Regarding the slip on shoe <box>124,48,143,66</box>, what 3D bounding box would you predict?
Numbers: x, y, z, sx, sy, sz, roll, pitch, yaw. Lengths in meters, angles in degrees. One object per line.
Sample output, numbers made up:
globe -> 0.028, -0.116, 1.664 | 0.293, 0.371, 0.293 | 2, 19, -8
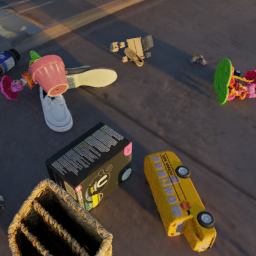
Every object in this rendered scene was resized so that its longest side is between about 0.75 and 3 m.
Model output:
slip on shoe -> 0.293, -3.432, 13.400 | 0.422, 0.336, 1.109 | -43, 93, -12

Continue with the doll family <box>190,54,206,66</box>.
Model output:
doll family -> 3.441, -3.376, 13.683 | 0.834, 0.376, 0.517 | 17, 48, 16

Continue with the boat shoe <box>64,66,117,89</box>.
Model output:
boat shoe -> -1.811, -2.312, 12.308 | 2.601, 0.926, 0.814 | -8, 43, -1

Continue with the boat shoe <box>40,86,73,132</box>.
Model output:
boat shoe -> -2.942, -0.943, 10.901 | 0.993, 0.882, 2.699 | -23, 49, -21

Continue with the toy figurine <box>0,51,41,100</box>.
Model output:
toy figurine -> -4.190, -1.923, 11.477 | 2.026, 1.652, 2.201 | -40, 31, -18

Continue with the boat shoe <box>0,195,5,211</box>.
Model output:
boat shoe -> -4.489, 2.821, 7.136 | 2.984, 1.073, 0.967 | -29, 76, -41

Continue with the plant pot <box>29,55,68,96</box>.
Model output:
plant pot -> -2.389, -1.575, 8.788 | 1.077, 1.077, 0.964 | -25, 78, -23

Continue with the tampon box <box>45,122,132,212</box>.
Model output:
tampon box -> -1.060, 1.185, 8.269 | 1.345, 1.596, 2.130 | 34, 54, 29

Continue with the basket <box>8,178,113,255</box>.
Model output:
basket -> -1.718, 2.752, 6.567 | 2.461, 1.833, 1.756 | 34, 54, 28

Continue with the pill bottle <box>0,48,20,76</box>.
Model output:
pill bottle -> -5.766, -3.120, 13.127 | 0.801, 0.801, 1.433 | 17, 48, 17

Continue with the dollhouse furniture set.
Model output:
dollhouse furniture set -> 0.198, -3.866, 13.962 | 2.010, 1.042, 0.890 | -14, 7, -14

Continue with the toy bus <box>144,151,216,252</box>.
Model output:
toy bus -> 1.385, 1.992, 7.945 | 1.118, 0.930, 2.856 | -10, 46, -10

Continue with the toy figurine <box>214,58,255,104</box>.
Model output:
toy figurine -> 4.732, -1.801, 11.645 | 1.805, 1.472, 1.961 | 7, 71, -7

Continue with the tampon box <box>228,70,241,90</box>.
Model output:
tampon box -> 4.557, -2.161, 12.371 | 0.623, 0.525, 0.831 | 18, 48, 17
